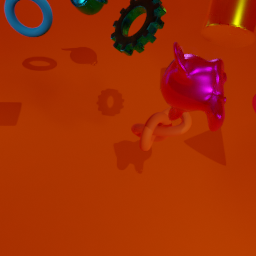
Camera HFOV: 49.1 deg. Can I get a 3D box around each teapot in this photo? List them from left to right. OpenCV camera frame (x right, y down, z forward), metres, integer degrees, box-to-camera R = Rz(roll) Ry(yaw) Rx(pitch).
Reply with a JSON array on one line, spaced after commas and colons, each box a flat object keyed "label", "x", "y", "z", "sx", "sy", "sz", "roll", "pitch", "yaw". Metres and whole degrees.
[{"label": "teapot", "x": -1.310, "y": -4.047, "z": 8.339, "sx": 1.937, "sy": 1.205, "sz": 0.949, "roll": 34, "pitch": 28, "yaw": 25}]

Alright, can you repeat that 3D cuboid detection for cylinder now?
[{"label": "cylinder", "x": 2.590, "y": -2.835, "z": 6.880, "sx": 1.305, "sy": 1.305, "sz": 1.305, "roll": 14, "pitch": 88, "yaw": 13}]

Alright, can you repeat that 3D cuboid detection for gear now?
[{"label": "gear", "x": 0.182, "y": -2.116, "z": 5.732, "sx": 1.269, "sy": 0.235, "sz": 1.269, "roll": -19, "pitch": 61, "yaw": 37}]

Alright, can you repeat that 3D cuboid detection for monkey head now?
[{"label": "monkey head", "x": 0.886, "y": -0.463, "z": 3.864, "sx": 0.882, "sy": 1.463, "sz": 1.053, "roll": 2, "pitch": 56, "yaw": 6}]

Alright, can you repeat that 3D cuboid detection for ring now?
[{"label": "ring", "x": -2.999, "y": -3.449, "z": 8.484, "sx": 1.427, "sy": 1.427, "sz": 0.285, "roll": 1, "pitch": 40, "yaw": 0}]

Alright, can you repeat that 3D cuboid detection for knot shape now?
[{"label": "knot shape", "x": 0.567, "y": 0.030, "z": 5.713, "sx": 1.271, "sy": 1.189, "sz": 0.587, "roll": -25, "pitch": 89, "yaw": -30}]

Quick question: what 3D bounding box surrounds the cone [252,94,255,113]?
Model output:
[{"label": "cone", "x": 3.248, "y": -0.694, "z": 5.174, "sx": 1.289, "sy": 1.289, "sz": 1.294, "roll": 34, "pitch": 75, "yaw": 28}]
